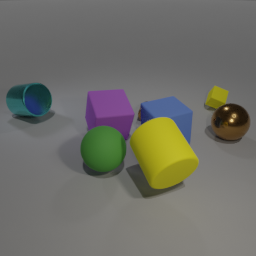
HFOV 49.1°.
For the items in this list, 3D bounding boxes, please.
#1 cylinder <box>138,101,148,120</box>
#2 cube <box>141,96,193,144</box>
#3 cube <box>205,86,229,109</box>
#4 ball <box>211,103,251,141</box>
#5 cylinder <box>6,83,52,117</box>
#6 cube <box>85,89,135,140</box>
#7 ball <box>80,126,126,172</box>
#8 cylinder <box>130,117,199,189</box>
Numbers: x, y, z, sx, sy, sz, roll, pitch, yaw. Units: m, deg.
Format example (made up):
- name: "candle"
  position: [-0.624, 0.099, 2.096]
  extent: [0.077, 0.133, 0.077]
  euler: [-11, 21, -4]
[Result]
- name: "cylinder"
  position: [0.823, -0.711, 12.159]
  extent: [0.700, 0.700, 0.700]
  euler: [5, 29, 8]
- name: "cube"
  position: [1.371, -0.165, 10.268]
  extent: [1.400, 1.400, 1.400]
  euler: [-13, 33, -16]
- name: "cube"
  position: [4.096, -1.390, 12.912]
  extent: [0.700, 0.700, 0.700]
  euler: [22, 67, 0]
- name: "ball"
  position: [3.837, -0.229, 10.510]
  extent: [1.400, 1.400, 1.400]
  euler: [0, 28, 0]
- name: "cylinder"
  position: [-4.229, -1.194, 11.993]
  extent: [1.400, 1.400, 1.400]
  euler: [3, 24, 40]
- name: "cube"
  position: [-0.729, -0.448, 10.421]
  extent: [1.400, 1.400, 1.400]
  euler: [-6, 49, -20]
- name: "ball"
  position: [-0.747, 0.632, 8.557]
  extent: [1.400, 1.400, 1.400]
  euler: [0, 28, 0]
- name: "cylinder"
  position: [0.934, 0.671, 7.496]
  extent: [1.400, 1.400, 1.400]
  euler: [-12, 53, -21]
